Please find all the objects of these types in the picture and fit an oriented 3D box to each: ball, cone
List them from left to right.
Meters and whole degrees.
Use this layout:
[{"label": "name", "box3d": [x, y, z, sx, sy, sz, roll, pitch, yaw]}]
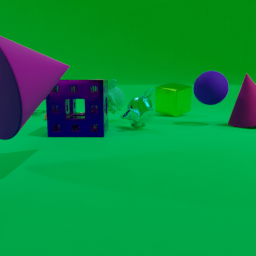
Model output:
[{"label": "cone", "box3d": [-1.327, -0.733, 3.892, 1.394, 1.394, 1.399, 7, 24, 36]}, {"label": "ball", "box3d": [2.230, -1.073, 7.550, 0.918, 0.918, 0.918, 0, 9, 0]}, {"label": "cone", "box3d": [3.214, -0.815, 7.398, 1.271, 1.276, 1.271, -13, 13, 3]}]

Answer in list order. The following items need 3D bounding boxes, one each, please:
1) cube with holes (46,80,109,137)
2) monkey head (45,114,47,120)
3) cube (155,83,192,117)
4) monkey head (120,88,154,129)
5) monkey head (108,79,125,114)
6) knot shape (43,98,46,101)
[{"label": "cube with holes", "box3d": [-1.111, -0.500, 6.479, 1.217, 1.217, 1.217, 0, 9, 1]}, {"label": "monkey head", "box3d": [-2.269, -0.682, 8.754, 0.611, 0.730, 1.015, -4, 36, 13]}, {"label": "cube", "box3d": [1.578, -1.004, 9.751, 0.918, 0.918, 0.918, -20, 27, -41]}, {"label": "monkey head", "box3d": [0.189, -0.446, 6.920, 0.873, 0.731, 1.213, 15, -47, -43]}, {"label": "monkey head", "box3d": [-0.523, -0.842, 8.228, 0.827, 1.150, 0.693, 9, 46, 19]}, {"label": "knot shape", "box3d": [-3.283, -1.458, 10.388, 1.974, 0.912, 1.848, -36, 14, 20]}]
